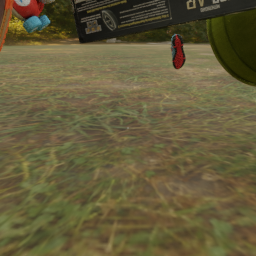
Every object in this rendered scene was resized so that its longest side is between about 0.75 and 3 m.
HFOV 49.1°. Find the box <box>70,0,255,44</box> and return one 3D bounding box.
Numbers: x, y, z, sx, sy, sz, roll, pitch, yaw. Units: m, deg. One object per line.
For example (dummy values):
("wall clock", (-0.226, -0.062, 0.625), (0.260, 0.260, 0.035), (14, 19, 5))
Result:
("box", (0.248, -2.026, 3.120), (2.221, 1.779, 0.483), (-2, 19, 30))

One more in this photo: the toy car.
("toy car", (-2.394, -3.574, 7.430), (1.503, 1.385, 1.329), (-31, 18, 17))

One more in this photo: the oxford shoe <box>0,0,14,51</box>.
("oxford shoe", (-1.681, -1.841, 2.525), (0.929, 2.610, 0.947), (3, 20, 0))

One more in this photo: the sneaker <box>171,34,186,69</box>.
("sneaker", (1.629, -2.495, 9.155), (0.440, 1.111, 0.530), (-4, 21, 2))

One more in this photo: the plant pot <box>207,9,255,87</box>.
("plant pot", (3.048, -2.106, 4.727), (2.503, 2.503, 2.410), (-5, 1, -13))
